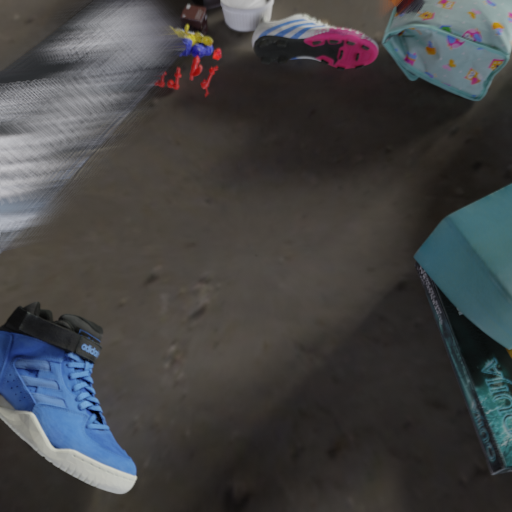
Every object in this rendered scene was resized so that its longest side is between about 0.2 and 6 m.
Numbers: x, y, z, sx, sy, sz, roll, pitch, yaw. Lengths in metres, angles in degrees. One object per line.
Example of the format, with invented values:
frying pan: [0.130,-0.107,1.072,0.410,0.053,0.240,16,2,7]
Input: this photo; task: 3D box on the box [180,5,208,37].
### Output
box: [-1.239,-4.631,11.179,0.424,0.517,0.429,12,61,7]

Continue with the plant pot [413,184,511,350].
plant pot: [3.257,0.232,7.418,1.248,1.248,1.766,-25,71,-14]

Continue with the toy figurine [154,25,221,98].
toy figurine: [-1.597,-3.941,10.782,2.108,1.112,1.263,14,32,6]

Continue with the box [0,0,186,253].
box: [-2.589,-0.700,5.536,0.958,3.035,3.849,43,46,-20]

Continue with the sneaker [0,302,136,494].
sneaker: [-2.336,1.621,7.127,2.811,1.079,1.564,28,72,23]

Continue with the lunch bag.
lunch bag: [3.556,-4.197,10.451,2.224,1.356,1.894,21,62,6]

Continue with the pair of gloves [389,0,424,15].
pair of gloves: [0.696,-3.687,6.890,2.917,0.405,3.274,28,30,4]

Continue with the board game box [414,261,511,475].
board game box: [3.704,1.209,7.752,2.106,0.438,3.114,-8,60,-5]

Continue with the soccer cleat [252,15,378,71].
soccer cleat: [1.131,-4.210,10.722,2.409,0.841,1.040,5,63,4]

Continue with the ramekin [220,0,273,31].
ramekin: [-0.176,-4.929,11.264,1.067,0.497,1.067,-2,45,2]

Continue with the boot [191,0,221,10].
boot: [-0.536,-6.626,12.151,2.654,0.909,2.499,-27,63,-16]
